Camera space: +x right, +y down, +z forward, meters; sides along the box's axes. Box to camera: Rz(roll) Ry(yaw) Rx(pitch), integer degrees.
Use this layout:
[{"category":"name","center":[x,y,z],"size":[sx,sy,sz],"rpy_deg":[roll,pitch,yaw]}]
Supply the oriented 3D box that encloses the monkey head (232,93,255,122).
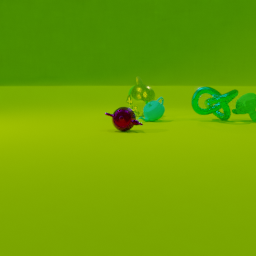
[{"category":"monkey head","center":[4.321,-0.734,9.921],"size":[1.341,0.965,0.808],"rpy_deg":[-40,0,34]}]

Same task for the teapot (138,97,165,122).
[{"category":"teapot","center":[0.863,-0.623,10.009],"size":[1.283,0.628,0.798],"rpy_deg":[-47,32,-16]}]

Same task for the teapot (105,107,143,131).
[{"category":"teapot","center":[-0.101,-0.247,7.926],"size":[1.142,0.710,0.559],"rpy_deg":[17,2,8]}]

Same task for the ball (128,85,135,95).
[{"category":"ball","center":[0.472,-1.503,12.707],"size":[0.917,0.917,0.917],"rpy_deg":[0,9,0]}]

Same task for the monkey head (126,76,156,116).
[{"category":"monkey head","center":[0.709,-1.139,11.591],"size":[1.423,1.192,1.979],"rpy_deg":[14,39,-46]}]

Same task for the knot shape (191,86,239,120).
[{"category":"knot shape","center":[2.998,-0.906,9.930],"size":[1.496,0.739,1.599],"rpy_deg":[10,-32,1]}]
